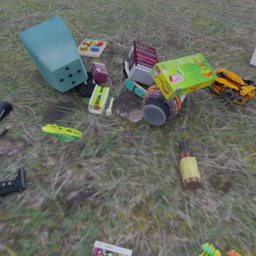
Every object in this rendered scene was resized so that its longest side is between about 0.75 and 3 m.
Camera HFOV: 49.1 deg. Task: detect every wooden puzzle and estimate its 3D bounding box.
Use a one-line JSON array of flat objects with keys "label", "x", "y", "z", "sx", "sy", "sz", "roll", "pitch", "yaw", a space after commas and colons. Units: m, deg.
[{"label": "wooden puzzle", "x": -1.975, "y": -4.350, "z": 14.985, "sx": 1.370, "sy": 0.342, "sz": 1.479, "roll": 9, "pitch": 47, "yaw": 8}]

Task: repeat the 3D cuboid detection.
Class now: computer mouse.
[{"label": "computer mouse", "x": -5.198, "y": -0.395, "z": 11.123, "sx": 1.462, "sy": 0.479, "sz": 2.082, "roll": 18, "pitch": 49, "yaw": 17}]

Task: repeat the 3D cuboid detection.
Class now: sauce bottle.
[{"label": "sauce bottle", "x": 2.054, "y": 1.195, "z": 9.529, "sx": 0.600, "sy": 0.600, "sz": 1.817, "roll": -1, "pitch": 48, "yaw": -1}]

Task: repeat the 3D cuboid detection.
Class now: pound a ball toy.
[{"label": "pound a ball toy", "x": -0.758, "y": -0.759, "z": 8.396, "sx": 0.690, "sy": 0.450, "sz": 1.058, "roll": 12, "pitch": 47, "yaw": 0}]

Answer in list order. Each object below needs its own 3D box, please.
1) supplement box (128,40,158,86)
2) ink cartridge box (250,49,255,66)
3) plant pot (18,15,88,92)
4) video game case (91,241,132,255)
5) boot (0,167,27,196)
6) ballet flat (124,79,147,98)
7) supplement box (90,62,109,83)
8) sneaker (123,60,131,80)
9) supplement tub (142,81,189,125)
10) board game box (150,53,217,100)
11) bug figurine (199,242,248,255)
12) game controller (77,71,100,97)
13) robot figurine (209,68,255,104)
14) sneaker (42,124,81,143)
[{"label": "supplement box", "x": 0.724, "y": -3.062, "z": 13.224, "sx": 1.274, "sy": 0.713, "sz": 2.341, "roll": 17, "pitch": 44, "yaw": -18}, {"label": "ink cartridge box", "x": 6.794, "y": -3.873, "z": 14.026, "sx": 0.620, "sy": 1.064, "sz": 1.471, "roll": 28, "pitch": 53, "yaw": 24}, {"label": "plant pot", "x": -3.110, "y": -3.097, "z": 12.495, "sx": 2.049, "sy": 2.050, "sz": 2.901, "roll": -30, "pitch": 56, "yaw": -10}, {"label": "video game case", "x": -0.538, "y": 3.704, "z": 7.398, "sx": 1.074, "sy": 0.212, "sz": 1.185, "roll": 11, "pitch": 47, "yaw": 11}, {"label": "boot", "x": -3.914, "y": 1.769, "z": 9.192, "sx": 1.039, "sy": 0.341, "sz": 0.856, "roll": -15, "pitch": 46, "yaw": -8}, {"label": "ballet flat", "x": 0.376, "y": -1.755, "z": 12.545, "sx": 0.424, "sy": 0.458, "sz": 1.359, "roll": -7, "pitch": 43, "yaw": -48}, {"label": "supplement box", "x": -1.348, "y": -2.622, "z": 13.122, "sx": 0.609, "sy": 0.480, "sz": 0.930, "roll": 8, "pitch": 40, "yaw": -28}, {"label": "sneaker", "x": 0.072, "y": -2.719, "z": 13.392, "sx": 0.528, "sy": 0.492, "sz": 1.332, "roll": -2, "pitch": 52, "yaw": -15}, {"label": "supplement tub", "x": 1.574, "y": -1.382, "z": 11.367, "sx": 1.511, "sy": 1.511, "sz": 2.826, "roll": 20, "pitch": 51, "yaw": 18}, {"label": "board game box", "x": 2.160, "y": -2.013, "z": 10.688, "sx": 2.451, "sy": 0.584, "sz": 1.245, "roll": -21, "pitch": 73, "yaw": -33}, {"label": "bug figurine", "x": 2.352, "y": 3.716, "z": 7.239, "sx": 1.286, "sy": 0.427, "sz": 1.658, "roll": 25, "pitch": 52, "yaw": 22}, {"label": "game controller", "x": -1.873, "y": -2.035, "z": 12.844, "sx": 0.929, "sy": 0.375, "sz": 1.782, "roll": -2, "pitch": 45, "yaw": -22}, {"label": "robot figurine", "x": 4.573, "y": -1.849, "z": 12.388, "sx": 1.634, "sy": 0.656, "sz": 2.254, "roll": -28, "pitch": 52, "yaw": -24}, {"label": "sneaker", "x": -2.359, "y": 0.254, "z": 9.926, "sx": 1.409, "sy": 0.589, "sz": 0.522, "roll": 15, "pitch": 25, "yaw": -30}]
